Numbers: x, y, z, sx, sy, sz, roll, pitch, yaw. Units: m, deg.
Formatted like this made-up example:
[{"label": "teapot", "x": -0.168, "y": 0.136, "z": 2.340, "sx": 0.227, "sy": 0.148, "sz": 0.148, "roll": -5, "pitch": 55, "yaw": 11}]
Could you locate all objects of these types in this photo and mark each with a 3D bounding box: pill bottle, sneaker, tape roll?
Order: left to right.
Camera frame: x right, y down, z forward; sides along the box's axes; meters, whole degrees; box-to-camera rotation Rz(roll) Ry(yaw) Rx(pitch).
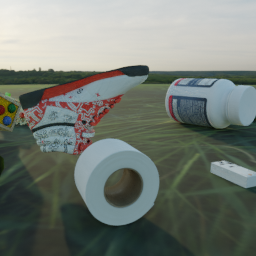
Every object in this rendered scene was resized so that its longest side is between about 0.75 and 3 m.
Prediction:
[{"label": "sneaker", "x": -0.620, "y": -0.275, "z": 4.834, "sx": 2.258, "sy": 1.210, "sz": 0.754, "roll": -15, "pitch": 12, "yaw": 4}, {"label": "tape roll", "x": -0.149, "y": 0.607, "z": 3.307, "sx": 0.877, "sy": 0.877, "sz": 0.602, "roll": -4, "pitch": 12, "yaw": -22}, {"label": "pill bottle", "x": 2.577, "y": -0.776, "z": 8.790, "sx": 1.511, "sy": 1.511, "sz": 2.527, "roll": -9, "pitch": 15, "yaw": -39}]

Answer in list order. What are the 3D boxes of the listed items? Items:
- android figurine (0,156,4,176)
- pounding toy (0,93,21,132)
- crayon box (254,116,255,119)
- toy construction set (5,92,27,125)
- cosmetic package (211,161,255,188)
[{"label": "android figurine", "x": -3.406, "y": 0.593, "z": 4.174, "sx": 2.726, "sy": 0.560, "sz": 2.481, "roll": 3, "pitch": 11, "yaw": 13}, {"label": "pounding toy", "x": -3.373, "y": -0.239, "z": 6.914, "sx": 0.572, "sy": 1.250, "sz": 1.098, "roll": 4, "pitch": -19, "yaw": 28}, {"label": "crayon box", "x": 3.738, "y": -0.941, "z": 11.417, "sx": 2.422, "sy": 0.818, "sz": 2.807, "roll": 0, "pitch": 11, "yaw": 0}, {"label": "toy construction set", "x": -3.814, "y": -0.717, "z": 9.916, "sx": 1.376, "sy": 0.966, "sz": 2.098, "roll": 22, "pitch": 1, "yaw": -43}, {"label": "cosmetic package", "x": 1.710, "y": 0.723, "z": 4.494, "sx": 0.317, "sy": 0.195, "sz": 0.769, "roll": -6, "pitch": 13, "yaw": -25}]
